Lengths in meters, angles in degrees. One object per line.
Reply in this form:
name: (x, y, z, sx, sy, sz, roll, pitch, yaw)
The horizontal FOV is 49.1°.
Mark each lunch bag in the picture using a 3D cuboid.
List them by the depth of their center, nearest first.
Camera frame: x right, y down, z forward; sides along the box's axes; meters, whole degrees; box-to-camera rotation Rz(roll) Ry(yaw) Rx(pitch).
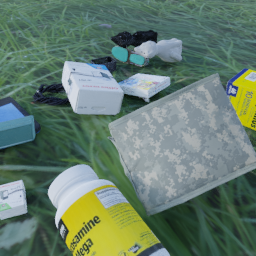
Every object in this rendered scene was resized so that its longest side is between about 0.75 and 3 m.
lunch bag: (1.187, 0.455, 6.787, 2.898, 1.704, 2.376, -23, 83, -4)

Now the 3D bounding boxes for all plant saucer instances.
plant saucer: (-4.109, 0.371, 7.872, 2.970, 1.038, 0.282, -14, 57, -24)

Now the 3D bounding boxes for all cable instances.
cable: (-2.913, -1.352, 11.168, 1.704, 0.433, 1.391, 12, 34, 11)

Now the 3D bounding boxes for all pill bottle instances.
pill bottle: (-0.502, 1.971, 5.489, 1.430, 1.430, 2.543, -25, 54, -29)

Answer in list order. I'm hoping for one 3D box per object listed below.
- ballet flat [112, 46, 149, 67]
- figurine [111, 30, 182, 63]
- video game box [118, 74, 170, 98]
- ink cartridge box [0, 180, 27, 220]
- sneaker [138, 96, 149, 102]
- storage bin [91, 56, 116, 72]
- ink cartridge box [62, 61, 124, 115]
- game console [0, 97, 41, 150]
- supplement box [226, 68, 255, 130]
ballet flat: (0.170, -3.568, 14.042, 2.162, 0.778, 0.778, 28, 45, 30)
figurine: (0.935, -3.989, 13.644, 2.686, 1.185, 2.753, -14, 37, -42)
video game box: (0.614, -1.775, 11.528, 1.704, 0.399, 1.552, 16, 34, 39)
ink cartridge box: (-2.912, 1.783, 7.031, 0.618, 0.357, 0.849, -13, 38, -16)
sneaker: (0.618, -1.229, 11.192, 0.452, 0.287, 0.793, -3, 26, 2)
storage bin: (-1.155, -2.991, 13.351, 1.082, 0.507, 0.731, -17, 40, -23)
ink cartridge box: (-1.401, -1.557, 10.691, 1.728, 1.014, 2.360, 0, 34, -27)
game console: (-4.631, -0.620, 9.204, 2.350, 1.629, 2.754, -29, 46, -30)
supplement box: (4.807, -0.797, 9.575, 2.689, 1.464, 1.473, 27, 44, 32)
